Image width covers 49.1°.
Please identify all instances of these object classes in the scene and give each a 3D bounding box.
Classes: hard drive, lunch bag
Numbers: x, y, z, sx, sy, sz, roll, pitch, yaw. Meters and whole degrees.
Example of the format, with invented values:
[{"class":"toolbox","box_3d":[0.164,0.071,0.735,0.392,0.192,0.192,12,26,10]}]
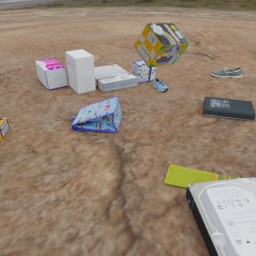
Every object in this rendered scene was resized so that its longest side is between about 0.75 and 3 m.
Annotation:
[{"class":"hard drive","box_3d":[4.650,-0.931,12.986,2.189,0.360,1.528,7,31,12]},{"class":"lunch bag","box_3d":[1.024,-3.321,16.286,1.383,1.176,0.857,-14,38,-25]},{"class":"lunch bag","box_3d":[-1.411,-0.518,11.891,2.062,0.970,1.552,-5,32,10]},{"class":"hard drive","box_3d":[2.847,2.463,6.823,2.078,0.563,2.974,-4,35,-6]}]

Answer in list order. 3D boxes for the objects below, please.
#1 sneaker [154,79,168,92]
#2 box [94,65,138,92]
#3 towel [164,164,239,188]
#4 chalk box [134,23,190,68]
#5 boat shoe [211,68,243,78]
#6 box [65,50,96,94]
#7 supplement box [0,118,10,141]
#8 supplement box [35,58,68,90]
[{"class":"sneaker","box_3d":[1.768,-2.357,15.264,0.470,0.539,1.198,-15,34,-25]},{"class":"box","box_3d":[-1.027,-2.957,16.277,2.136,0.564,2.740,-15,34,-25]},{"class":"towel","box_3d":[2.307,1.641,8.743,2.207,0.199,0.950,10,31,17]},{"class":"chalk box","box_3d":[1.405,-3.157,10.631,1.858,1.151,1.160,-16,66,-37]},{"class":"boat shoe","box_3d":[6.039,-3.445,17.101,1.848,0.571,0.673,4,30,7]},{"class":"box","box_3d":[-2.545,-3.042,15.049,1.027,1.931,1.470,-16,35,-26]},{"class":"supplement box","box_3d":[-5.575,0.048,11.023,1.495,0.640,0.825,0,30,1]},{"class":"supplement box","box_3d":[-4.394,-3.116,16.000,1.117,1.141,2.207,-18,33,-26]}]
